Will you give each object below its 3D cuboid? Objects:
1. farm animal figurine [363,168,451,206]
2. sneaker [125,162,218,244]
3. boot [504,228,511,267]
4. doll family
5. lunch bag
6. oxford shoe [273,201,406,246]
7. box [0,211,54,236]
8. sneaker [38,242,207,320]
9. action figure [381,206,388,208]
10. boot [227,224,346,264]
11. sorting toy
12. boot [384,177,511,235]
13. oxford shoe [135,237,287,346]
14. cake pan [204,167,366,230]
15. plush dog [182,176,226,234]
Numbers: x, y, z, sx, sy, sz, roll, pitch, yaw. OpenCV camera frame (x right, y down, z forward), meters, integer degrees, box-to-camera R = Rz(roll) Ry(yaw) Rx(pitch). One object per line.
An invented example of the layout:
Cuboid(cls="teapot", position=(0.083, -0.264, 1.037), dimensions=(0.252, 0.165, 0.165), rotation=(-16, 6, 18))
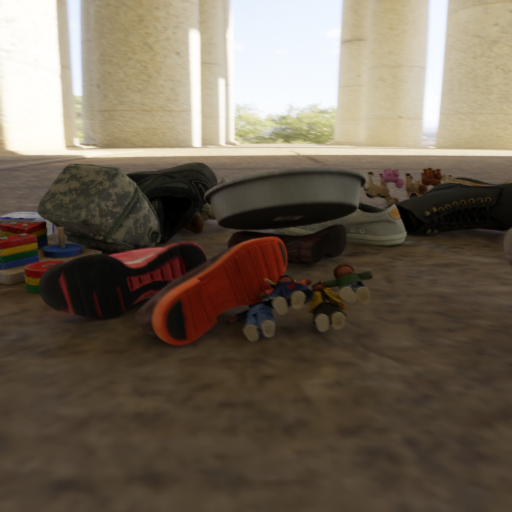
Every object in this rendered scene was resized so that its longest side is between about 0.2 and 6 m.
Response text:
Cuboid(cls="farm animal figurine", position=(4.216, -1.751, 15.496), dimensions=(2.074, 1.081, 2.051), rotation=(2, 0, 39))
Cuboid(cls="sneaker", position=(-2.441, -1.004, 11.779), dimensions=(3.085, 1.179, 1.767), rotation=(-8, 28, 23))
Cuboid(cls="boot", position=(3.447, 0.123, 6.491), dimensions=(0.611, 1.272, 1.739), rotation=(-30, -26, -4))
Cuboid(cls="doll family", position=(0.527, 0.542, 6.792), dimensions=(1.795, 0.704, 1.038), rotation=(-3, 19, -1))
Cuboid(cls="lunch bag", position=(-2.852, -0.762, 10.504), dimensions=(1.881, 1.311, 1.578), rotation=(9, -25, 37))
Cuboid(cls="oxford shoe", position=(1.665, -0.775, 11.743), dimensions=(2.953, 0.853, 1.110), rotation=(5, 18, 28))
Cuboid(cls="box", position=(-4.892, -0.636, 11.872), dimensions=(0.860, 0.491, 0.935), rotation=(2, 13, 3))
Cuboid(cls="sneaker", position=(-1.812, 0.353, 7.636), dimensions=(2.263, 0.834, 0.982), rotation=(-10, 1, -33))
Cuboid(cls="action figure", position=(3.349, -0.874, 13.318), dimensions=(0.903, 0.473, 0.874), rotation=(27, 22, -2))
Cuboid(cls="boot", position=(0.575, -0.284, 10.458), dimensions=(1.856, 0.596, 1.730), rotation=(4, 12, 33))
Cuboid(cls="sorting toy", position=(-4.103, -0.176, 9.696), dimensions=(3.885, 0.657, 1.873), rotation=(9, 16, 33))
Cuboid(cls="boot", position=(4.534, -0.824, 11.762), dimensions=(2.313, 1.295, 3.344), rotation=(-18, 14, -28))
Cuboid(cls="oxford shoe", position=(-0.510, 0.311, 6.930), dimensions=(2.219, 0.790, 0.805), rotation=(-27, 20, -39))
Cuboid(cls="cake pan", position=(0.515, -0.897, 9.609), dimensions=(2.789, 0.511, 2.789), rotation=(-6, -6, -1))
Cuboid(cls="plush dog", position=(-1.425, -1.134, 12.793), dimensions=(1.469, 1.372, 1.711), rotation=(-38, 30, -26))
